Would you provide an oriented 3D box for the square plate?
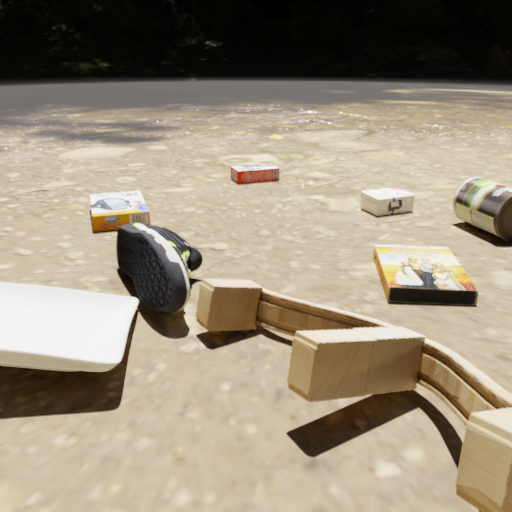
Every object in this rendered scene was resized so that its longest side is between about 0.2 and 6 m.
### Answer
[{"bbox_3d":[-2.577,0.803,6.490,2.207,0.314,2.186,7,13,-8],"label":"square plate"}]

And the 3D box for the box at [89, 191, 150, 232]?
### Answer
[{"bbox_3d":[-2.846,-0.978,11.551,1.090,0.380,1.831,-7,24,-17],"label":"box"}]

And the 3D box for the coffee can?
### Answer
[{"bbox_3d":[4.500,-0.906,10.606,0.927,0.927,1.266,-7,22,-17],"label":"coffee can"}]

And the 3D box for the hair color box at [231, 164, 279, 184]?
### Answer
[{"bbox_3d":[-0.032,-2.136,14.498,1.131,0.362,0.627,-7,22,-20],"label":"hair color box"}]

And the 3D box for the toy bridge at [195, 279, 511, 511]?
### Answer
[{"bbox_3d":[1.045,1.016,5.454,1.528,0.618,4.544,3,9,-32],"label":"toy bridge"}]

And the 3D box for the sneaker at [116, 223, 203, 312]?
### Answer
[{"bbox_3d":[-1.250,0.000,8.154,1.124,0.973,2.714,-1,18,-26],"label":"sneaker"}]

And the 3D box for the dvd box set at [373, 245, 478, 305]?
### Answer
[{"bbox_3d":[2.520,0.249,8.573,1.254,0.252,1.714,3,22,4],"label":"dvd box set"}]

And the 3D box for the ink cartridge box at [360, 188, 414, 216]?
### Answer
[{"bbox_3d":[2.791,-1.166,11.976,0.931,0.393,0.674,-9,23,-21],"label":"ink cartridge box"}]
